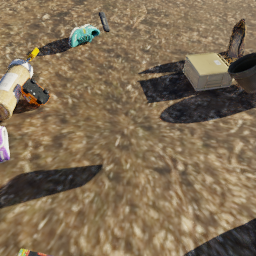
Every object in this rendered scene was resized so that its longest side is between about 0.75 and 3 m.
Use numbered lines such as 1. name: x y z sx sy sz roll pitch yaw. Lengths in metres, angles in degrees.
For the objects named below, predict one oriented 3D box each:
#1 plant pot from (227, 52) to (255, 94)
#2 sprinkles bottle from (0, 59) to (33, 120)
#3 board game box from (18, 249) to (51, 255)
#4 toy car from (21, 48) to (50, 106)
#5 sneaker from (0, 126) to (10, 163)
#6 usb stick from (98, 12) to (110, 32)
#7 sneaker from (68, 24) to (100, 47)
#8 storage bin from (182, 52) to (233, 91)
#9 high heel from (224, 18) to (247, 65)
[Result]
1. plant pot: 3.154 -1.356 7.176 0.918 0.797 0.918 -30 25 16
2. sprinkles bottle: -3.850 -1.313 9.189 0.815 0.815 2.389 2 44 2
3. board game box: -1.851 2.842 5.261 0.774 0.266 0.936 7 44 9
4. toy car: -3.099 -1.634 9.473 0.981 0.665 2.000 27 50 -37
5. sneaker: -3.892 0.862 6.803 1.646 1.047 2.888 5 44 1
6. usb stick: -0.847 -3.785 9.996 0.239 0.140 0.861 -8 70 -26
7. sneaker: -1.913 -4.001 12.140 0.719 0.699 1.804 29 50 15
8. storage bin: 2.889 -2.073 10.121 1.378 0.650 1.388 -8 44 -9
9. high heel: 4.186 -3.187 10.698 0.719 1.436 2.015 9 45 10
